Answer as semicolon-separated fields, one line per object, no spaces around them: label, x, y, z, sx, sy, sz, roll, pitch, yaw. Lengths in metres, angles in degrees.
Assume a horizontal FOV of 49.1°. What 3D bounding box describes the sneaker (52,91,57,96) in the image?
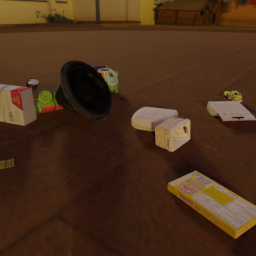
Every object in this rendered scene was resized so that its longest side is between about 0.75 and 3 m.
sneaker;-3.348;-1.442;13.250;0.671;0.591;1.504;1;16;30

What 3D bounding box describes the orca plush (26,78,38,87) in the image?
orca plush;-5.460;-2.443;15.754;0.581;0.392;1.104;42;24;-17

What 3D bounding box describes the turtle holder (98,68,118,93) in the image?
turtle holder;-1.033;-2.473;14.606;1.692;1.201;1.285;-14;27;-28

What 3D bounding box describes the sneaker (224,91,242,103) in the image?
sneaker;5.110;-1.598;13.539;0.481;0.488;1.276;-8;25;-15

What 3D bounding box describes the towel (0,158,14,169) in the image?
towel;-3.789;1.080;8.089;0.937;0.085;0.403;-10;25;-20

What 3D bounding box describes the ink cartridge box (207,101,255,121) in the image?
ink cartridge box;4.214;-0.582;11.525;1.403;0.434;1.729;-2;32;-5

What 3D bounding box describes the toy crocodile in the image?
toy crocodile;-3.105;-1.165;12.246;2.827;0.873;0.954;-19;-11;-34

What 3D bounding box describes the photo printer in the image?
photo printer;0.981;-0.338;10.650;1.600;0.556;1.331;8;27;19

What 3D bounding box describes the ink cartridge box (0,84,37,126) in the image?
ink cartridge box;-4.682;-0.959;11.053;1.867;1.361;0.773;9;26;20

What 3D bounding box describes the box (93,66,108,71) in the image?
box;-2.537;-3.543;17.528;2.292;0.371;1.389;-14;8;-25

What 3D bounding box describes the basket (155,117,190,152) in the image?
basket;1.482;0.169;9.290;0.706;0.776;1.145;15;30;39

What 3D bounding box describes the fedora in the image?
fedora;-1.961;-1.354;11.488;1.308;2.865;2.865;-25;10;31

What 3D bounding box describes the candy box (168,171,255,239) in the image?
candy box;1.974;1.676;6.539;1.025;0.265;2.006;-18;30;-30
